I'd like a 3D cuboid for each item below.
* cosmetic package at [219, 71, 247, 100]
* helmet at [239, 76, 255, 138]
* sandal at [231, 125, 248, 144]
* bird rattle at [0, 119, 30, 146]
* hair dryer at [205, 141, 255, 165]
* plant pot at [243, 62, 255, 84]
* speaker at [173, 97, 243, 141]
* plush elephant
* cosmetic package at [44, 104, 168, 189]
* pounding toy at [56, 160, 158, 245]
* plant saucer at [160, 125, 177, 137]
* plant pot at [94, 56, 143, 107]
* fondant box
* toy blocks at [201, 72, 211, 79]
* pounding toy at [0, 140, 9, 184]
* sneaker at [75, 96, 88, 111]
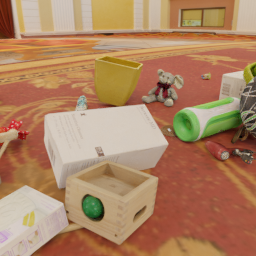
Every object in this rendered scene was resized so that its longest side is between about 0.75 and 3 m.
[{"bbox_3d":[5.392,-1.864,13.200,1.594,1.334,1.326,-15,27,-32],"label":"cosmetic package"},{"bbox_3d":[4.849,-0.682,8.674,2.662,2.792,2.792,-22,26,-6],"label":"helmet"},{"bbox_3d":[3.872,0.235,9.492,0.355,0.532,1.302,38,31,23],"label":"sandal"},{"bbox_3d":[-3.985,0.295,8.578,1.916,1.080,1.562,0,8,-29],"label":"bird rattle"},{"bbox_3d":[3.040,0.754,8.413,1.624,0.441,1.237,21,13,33],"label":"hair dryer"},{"bbox_3d":[6.481,-1.948,11.096,2.843,2.857,2.593,-24,-3,-43],"label":"plant pot"},{"bbox_3d":[2.941,-0.345,9.800,2.753,1.218,1.218,-15,27,-30],"label":"speaker"},{"bbox_3d":[1.760,-1.971,13.292,1.544,1.452,1.875,15,27,32],"label":"plush elephant"},{"bbox_3d":[-0.587,0.381,7.303,2.818,1.143,1.590,-11,53,-27],"label":"cosmetic package"},{"bbox_3d":[-0.536,1.567,5.625,1.586,1.224,1.722,15,17,28],"label":"pounding toy"},{"bbox_3d":[1.594,0.081,10.157,0.891,0.131,0.891,0,24,0],"label":"plant saucer"},{"bbox_3d":[-0.510,-2.068,12.685,1.860,1.915,1.872,14,20,5],"label":"plant pot"},{"bbox_3d":[-2.232,1.875,5.119,1.323,0.534,1.834,10,28,38],"label":"fondant box"},{"bbox_3d":[4.961,-3.308,17.945,0.560,0.409,0.819,-2,19,26],"label":"toy blocks"},{"bbox_3d":[-3.460,1.007,6.653,0.877,1.136,1.234,4,23,9],"label":"pounding toy"},{"bbox_3d":[-2.036,-0.997,12.073,0.549,0.611,1.415,-2,23,-6],"label":"sneaker"}]
